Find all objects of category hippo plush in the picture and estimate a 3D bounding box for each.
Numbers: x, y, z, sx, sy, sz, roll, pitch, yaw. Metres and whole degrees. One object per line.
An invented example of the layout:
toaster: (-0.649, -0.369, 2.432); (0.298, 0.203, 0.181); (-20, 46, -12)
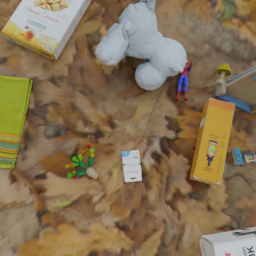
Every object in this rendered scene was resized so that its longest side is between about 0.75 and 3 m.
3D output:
hippo plush: (0.625, -2.413, 8.117); (2.220, 2.199, 2.761); (38, 119, -18)

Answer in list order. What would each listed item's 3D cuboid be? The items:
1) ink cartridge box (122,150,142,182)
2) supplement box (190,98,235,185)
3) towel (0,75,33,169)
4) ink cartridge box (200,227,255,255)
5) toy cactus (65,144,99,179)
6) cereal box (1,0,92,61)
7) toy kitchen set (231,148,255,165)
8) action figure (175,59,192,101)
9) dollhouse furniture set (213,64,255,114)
ink cartridge box: (0.107, 1.098, 8.023); (0.505, 0.295, 0.870); (-5, 77, -1)
supplement box: (2.378, 0.397, 7.956); (0.778, 0.805, 2.339); (15, 75, 4)
towel: (-3.715, -0.236, 8.371); (1.205, 0.253, 2.800); (7, 76, 1)
ink cartridge box: (3.521, 3.628, 6.933); (2.916, 1.209, 2.140); (-9, 78, -3)
toy cactus: (-1.209, 1.091, 7.968); (0.899, 0.557, 1.089); (40, 71, -1)
cereal box: (-2.543, -3.677, 9.027); (1.885, 0.518, 2.620); (24, 78, 9)
toy kitchen set: (3.480, 0.729, 7.929); (0.814, 0.652, 0.480); (-9, 78, -2)
action figure: (1.687, -1.562, 8.478); (0.438, 0.664, 1.341); (5, 72, 11)
dollhouse furniture set: (4.266, -1.554, 7.364); (2.980, 2.813, 1.945); (23, 77, -7)
